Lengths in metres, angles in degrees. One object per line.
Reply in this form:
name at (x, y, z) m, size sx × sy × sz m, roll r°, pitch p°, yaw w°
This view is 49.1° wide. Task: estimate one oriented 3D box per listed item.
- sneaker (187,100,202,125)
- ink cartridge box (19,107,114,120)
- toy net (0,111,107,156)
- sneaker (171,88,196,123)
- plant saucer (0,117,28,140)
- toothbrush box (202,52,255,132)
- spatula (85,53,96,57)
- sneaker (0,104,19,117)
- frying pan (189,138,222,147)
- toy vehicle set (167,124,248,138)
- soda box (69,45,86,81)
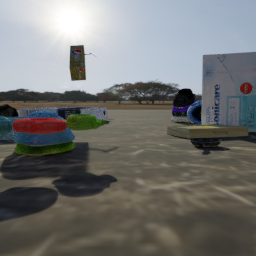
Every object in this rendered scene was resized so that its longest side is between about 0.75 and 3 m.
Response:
sneaker at (3.067, -0.470, 8.457) m, size 2.749 × 1.016 × 1.130 m, roll -6°, pitch 2°, yaw 36°
ink cartridge box at (-2.416, -0.560, 11.669) m, size 2.826 × 0.619 × 2.853 m, roll 1°, pitch 3°, yaw 21°
toy net at (-1.765, 0.166, 3.173) m, size 2.986 × 0.577 × 1.566 m, roll -6°, pitch 10°, yaw -42°
sneaker at (2.586, -0.994, 11.964) m, size 0.980 × 1.402 × 2.818 m, roll 1°, pitch 6°, yaw 23°
plant saucer at (-2.560, -0.034, 6.347) m, size 2.113 × 0.407 × 2.113 m, roll 1°, pitch 5°, yaw 0°
toothbrush box at (3.302, -0.906, 7.226) m, size 2.711 × 1.985 × 1.156 m, roll 2°, pitch 5°, yaw 19°
spatula at (-1.663, -3.018, 11.413) m, size 1.125 × 0.116 × 0.318 m, roll 20°, pitch -1°, yaw 31°
sneaker at (-4.462, -0.441, 8.934) m, size 1.175 × 0.784 × 2.052 m, roll -5°, pitch -5°, yaw 42°
frying pan at (1.263, 0.243, 4.458) m, size 0.519 × 0.140 × 0.857 m, roll 0°, pitch 6°, yaw 6°
toy vehicle set at (1.772, 0.059, 6.310) m, size 1.516 × 0.201 × 0.942 m, roll -2°, pitch 5°, yaw -20°
soda box at (-1.672, -2.197, 9.329) m, size 0.497 × 0.526 × 1.554 m, roll -5°, pitch 42°, yaw -6°
